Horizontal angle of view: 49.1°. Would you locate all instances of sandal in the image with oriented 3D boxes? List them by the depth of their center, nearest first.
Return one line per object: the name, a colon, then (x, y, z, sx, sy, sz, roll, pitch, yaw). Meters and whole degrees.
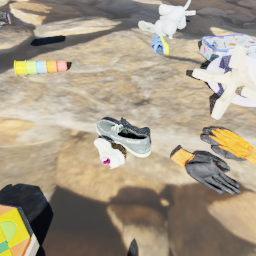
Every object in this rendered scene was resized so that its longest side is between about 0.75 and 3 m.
sandal: (1.270, -3.608, 12.083, 0.617, 0.564, 1.418, -11, 39, -7)

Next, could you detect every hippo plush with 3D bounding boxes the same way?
hippo plush: (2.103, -4.886, 13.300, 1.869, 1.489, 1.503, 13, 70, 38)

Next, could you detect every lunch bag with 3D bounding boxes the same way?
lunch bag: (4.102, -3.283, 11.459, 2.235, 0.845, 1.791, -6, 38, -9)

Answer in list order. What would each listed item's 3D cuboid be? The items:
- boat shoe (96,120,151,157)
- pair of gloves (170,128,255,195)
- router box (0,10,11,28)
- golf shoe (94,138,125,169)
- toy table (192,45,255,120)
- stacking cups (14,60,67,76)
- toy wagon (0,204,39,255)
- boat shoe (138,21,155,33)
boat shoe: (-0.140, 0.119, 7.520, 1.830, 0.565, 0.666, 29, 48, 31)
pair of gloves: (2.318, 0.734, 7.032, 2.067, 0.256, 1.841, -32, 49, -31)
router box: (-4.236, -3.104, 8.045, 1.279, 0.334, 1.005, -8, 0, 24)
golf shoe: (-0.567, 0.627, 7.058, 0.491, 0.404, 1.073, -33, 49, -29)
toy table: (3.206, -1.368, 8.326, 2.339, 2.150, 1.370, 17, 25, 37)
stacking cups: (-3.242, -2.251, 10.520, 1.853, 0.560, 0.560, -2, 39, -11)
toy wagon: (-2.928, 2.395, 4.802, 2.605, 0.515, 2.021, -24, 45, -27)
boat shoe: (1.031, -5.017, 13.937, 1.150, 0.401, 0.409, 34, 40, 29)
